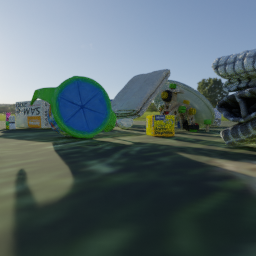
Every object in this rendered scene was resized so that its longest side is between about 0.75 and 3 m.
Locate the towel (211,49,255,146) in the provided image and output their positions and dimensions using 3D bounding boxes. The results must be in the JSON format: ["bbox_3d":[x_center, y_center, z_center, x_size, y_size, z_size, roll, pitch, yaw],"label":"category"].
[{"bbox_3d":[2.732,-0.295,3.277,2.791,1.194,2.311,1,3,-23],"label":"towel"}]

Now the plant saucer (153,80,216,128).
[{"bbox_3d":[1.717,-0.608,9.510,2.417,0.607,2.417,31,-20,12],"label":"plant saucer"}]

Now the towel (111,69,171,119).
[{"bbox_3d":[0.208,-0.759,6.389,1.122,0.292,1.693,-2,40,43],"label":"towel"}]

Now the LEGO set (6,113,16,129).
[{"bbox_3d":[-4.608,-0.373,10.227,0.751,0.808,1.968,-2,3,-29],"label":"LEGO set"}]

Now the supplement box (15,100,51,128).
[{"bbox_3d":[-2.721,-0.543,11.218,1.813,1.057,2.876,1,2,38],"label":"supplement box"}]

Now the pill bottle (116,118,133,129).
[{"bbox_3d":[-0.127,-0.250,10.278,0.571,0.571,1.016,0,3,-13],"label":"pill bottle"}]

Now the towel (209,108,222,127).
[{"bbox_3d":[3.482,-0.570,13.360,1.890,0.492,2.852,1,14,18],"label":"towel"}]

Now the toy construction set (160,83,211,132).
[{"bbox_3d":[1.401,-0.599,8.479,1.499,1.381,1.798,0,1,-15],"label":"toy construction set"}]

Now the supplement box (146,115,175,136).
[{"bbox_3d":[0.686,-0.059,6.122,0.451,0.454,0.828,-1,1,-7],"label":"supplement box"}]

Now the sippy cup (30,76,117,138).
[{"bbox_3d":[-1.060,-0.313,5.522,1.180,1.502,1.101,-41,12,-29],"label":"sippy cup"}]

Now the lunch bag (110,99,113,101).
[{"bbox_3d":[-1.101,-1.045,18.051,2.376,1.614,1.572,0,2,12],"label":"lunch bag"}]
